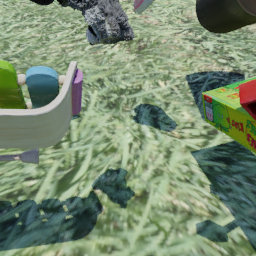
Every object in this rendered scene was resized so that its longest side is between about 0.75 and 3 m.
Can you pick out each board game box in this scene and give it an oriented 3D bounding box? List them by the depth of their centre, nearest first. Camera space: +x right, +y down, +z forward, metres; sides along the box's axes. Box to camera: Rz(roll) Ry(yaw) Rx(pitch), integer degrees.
[{"bbox_3d":[2.496,-0.132,4.447,1.390,0.652,2.737,-17,24,-9],"label":"board game box"}]

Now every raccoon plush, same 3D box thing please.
[{"bbox_3d":[-0.227,-1.619,3.012,0.978,1.460,0.706,40,44,19],"label":"raccoon plush"}]

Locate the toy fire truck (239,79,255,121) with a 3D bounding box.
[{"bbox_3d":[2.045,-0.553,3.495,1.820,0.444,1.283,21,65,-35],"label":"toy fire truck"}]

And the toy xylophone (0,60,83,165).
[{"bbox_3d":[-2.076,-0.150,3.529,2.966,2.172,0.745,3,65,-19],"label":"toy xylophone"}]

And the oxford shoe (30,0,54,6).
[{"bbox_3d":[-2.300,-2.966,5.071,1.976,0.718,0.834,25,19,-44],"label":"oxford shoe"}]

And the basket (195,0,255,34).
[{"bbox_3d":[2.767,-3.203,6.305,1.736,2.301,2.552,43,17,-10],"label":"basket"}]

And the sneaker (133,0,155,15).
[{"bbox_3d":[0.420,-3.058,5.207,1.039,1.987,0.748,41,66,-11],"label":"sneaker"}]
